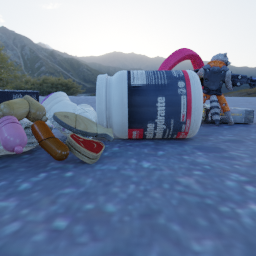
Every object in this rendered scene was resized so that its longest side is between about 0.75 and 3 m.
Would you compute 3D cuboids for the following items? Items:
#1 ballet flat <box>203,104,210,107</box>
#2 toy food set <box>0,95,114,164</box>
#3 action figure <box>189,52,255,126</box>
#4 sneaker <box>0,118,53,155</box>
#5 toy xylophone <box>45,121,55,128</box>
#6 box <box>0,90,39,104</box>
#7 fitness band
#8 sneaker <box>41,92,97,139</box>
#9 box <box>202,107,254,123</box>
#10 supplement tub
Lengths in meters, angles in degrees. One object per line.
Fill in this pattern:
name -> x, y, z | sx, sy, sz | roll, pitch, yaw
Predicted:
ballet flat -> 4.129, -1.063, 14.629 | 0.419, 0.419, 1.206 | -4, 9, -24
toy food set -> -1.288, 0.064, 4.354 | 2.166, 0.341, 1.377 | 23, 26, -12
action figure -> 2.983, -1.218, 8.678 | 2.344, 2.267, 1.226 | 1, 5, 13
sneaker -> -2.186, 0.041, 4.675 | 1.151, 0.985, 2.643 | 7, 9, 11
toy xylophone -> -2.187, -0.182, 8.635 | 0.780, 0.268, 1.065 | 2, 8, 14
box -> -4.236, -0.739, 9.428 | 1.815, 1.128, 1.830 | -4, 8, -43
fitness band -> 1.791, -1.502, 9.748 | 0.544, 2.087, 2.905 | 48, 2, 34
sneaker -> -1.120, -0.045, 6.409 | 1.125, 0.845, 2.258 | 46, 7, 16
box -> 3.451, -0.501, 10.041 | 1.538, 0.469, 1.942 | 1, 6, 10
supplement tub -> 0.449, -0.537, 6.425 | 2.225, 1.561, 1.561 | -1, 8, 0
